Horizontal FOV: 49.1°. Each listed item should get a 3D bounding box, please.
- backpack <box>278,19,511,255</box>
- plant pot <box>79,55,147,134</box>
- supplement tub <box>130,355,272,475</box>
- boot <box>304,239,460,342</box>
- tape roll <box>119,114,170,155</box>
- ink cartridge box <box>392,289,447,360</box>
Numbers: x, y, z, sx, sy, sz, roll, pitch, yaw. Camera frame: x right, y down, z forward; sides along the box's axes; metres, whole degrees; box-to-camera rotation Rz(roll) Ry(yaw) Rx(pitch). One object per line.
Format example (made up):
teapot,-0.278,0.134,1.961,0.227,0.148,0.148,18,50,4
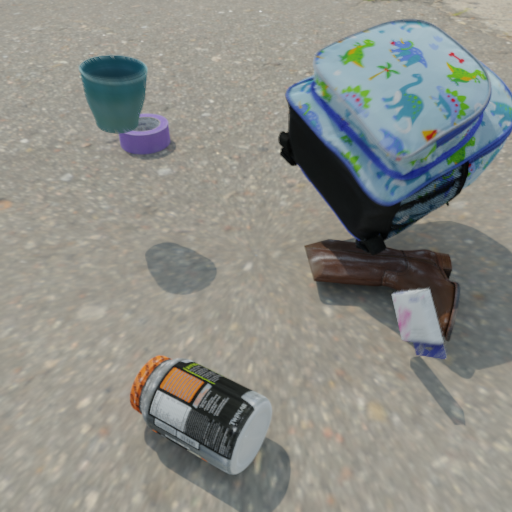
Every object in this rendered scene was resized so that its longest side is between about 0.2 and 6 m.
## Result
backpack,2.553,-2.327,9.580,3.426,2.517,3.135,-28,67,-18
plant pot,-2.523,-2.844,10.046,1.158,1.088,1.158,4,39,-4
supplement tub,-0.746,2.012,7.356,1.708,1.046,1.046,21,43,25
boot,2.004,0.461,9.487,2.572,0.826,2.397,9,26,7
tape roll,-2.856,-3.125,14.302,1.276,0.542,1.276,0,39,0
ink cartridge box,2.316,0.993,8.058,0.215,0.991,0.973,-11,-5,-10
